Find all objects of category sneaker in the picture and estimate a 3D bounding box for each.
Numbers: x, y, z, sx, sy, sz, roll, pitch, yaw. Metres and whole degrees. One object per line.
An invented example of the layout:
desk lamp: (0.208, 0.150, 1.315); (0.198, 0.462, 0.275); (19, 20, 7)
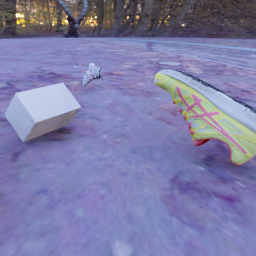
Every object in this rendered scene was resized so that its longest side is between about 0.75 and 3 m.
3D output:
sneaker: (1.440, -0.263, 5.507); (2.641, 1.193, 1.032); (38, 20, 28)
sneaker: (-1.344, -1.974, 11.051); (0.712, 1.018, 0.396); (23, 9, -1)

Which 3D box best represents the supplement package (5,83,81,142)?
supplement package: (-1.983, -0.407, 6.606); (0.823, 0.834, 1.375); (53, 38, 8)
